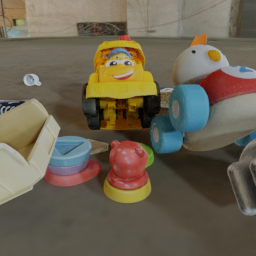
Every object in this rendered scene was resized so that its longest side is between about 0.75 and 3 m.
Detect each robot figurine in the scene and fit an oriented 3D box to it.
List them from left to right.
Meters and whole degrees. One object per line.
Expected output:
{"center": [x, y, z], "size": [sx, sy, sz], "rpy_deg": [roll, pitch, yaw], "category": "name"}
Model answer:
{"center": [3.057, 0.734, 4.824], "size": [2.653, 1.498, 2.250], "rpy_deg": [-10, -10, -23], "category": "robot figurine"}

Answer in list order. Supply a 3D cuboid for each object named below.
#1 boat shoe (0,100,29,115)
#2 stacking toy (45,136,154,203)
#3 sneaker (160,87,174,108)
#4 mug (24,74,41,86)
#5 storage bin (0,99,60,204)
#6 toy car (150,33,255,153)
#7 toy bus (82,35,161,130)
{"center": [-3.806, -0.557, 9.029], "size": [1.903, 0.710, 0.882], "rpy_deg": [-17, 20, -37], "category": "boat shoe"}
{"center": [-0.521, 0.447, 6.192], "size": [2.426, 1.025, 2.196], "rpy_deg": [7, 24, 16], "category": "stacking toy"}
{"center": [1.746, -1.103, 10.183], "size": [2.353, 0.882, 0.994], "rpy_deg": [16, 31, 34], "category": "sneaker"}
{"center": [-4.610, -2.316, 13.729], "size": [0.752, 0.555, 0.659], "rpy_deg": [33, 16, 1], "category": "mug"}
{"center": [-2.404, 0.502, 5.142], "size": [1.962, 0.926, 1.976], "rpy_deg": [-26, 24, 7], "category": "storage bin"}
{"center": [1.910, -1.124, 6.593], "size": [2.718, 2.949, 2.608], "rpy_deg": [-4, -22, -14], "category": "toy car"}
{"center": [-0.188, -1.375, 7.434], "size": [1.868, 2.642, 2.752], "rpy_deg": [0, -13, -2], "category": "toy bus"}
